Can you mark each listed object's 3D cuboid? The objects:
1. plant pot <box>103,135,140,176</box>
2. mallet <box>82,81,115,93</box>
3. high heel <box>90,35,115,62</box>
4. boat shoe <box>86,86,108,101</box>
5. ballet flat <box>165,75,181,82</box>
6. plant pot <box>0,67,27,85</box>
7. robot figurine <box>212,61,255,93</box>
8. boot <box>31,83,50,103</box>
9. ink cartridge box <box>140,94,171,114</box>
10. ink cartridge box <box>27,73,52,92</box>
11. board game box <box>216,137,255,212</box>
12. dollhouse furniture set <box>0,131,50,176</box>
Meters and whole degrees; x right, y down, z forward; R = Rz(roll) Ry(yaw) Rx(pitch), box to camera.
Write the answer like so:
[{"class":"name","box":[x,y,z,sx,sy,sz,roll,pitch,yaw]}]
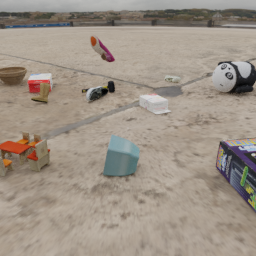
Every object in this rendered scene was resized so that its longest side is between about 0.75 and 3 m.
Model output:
[{"class":"plant pot","box":[-0.128,0.693,6.583,0.753,0.737,0.739,12,25,-1]},{"class":"mallet","box":[-1.288,-1.677,12.383,1.482,0.488,0.305,-15,24,2]},{"class":"high heel","box":[-0.836,-2.546,9.027,0.360,1.068,0.514,-35,-14,30]},{"class":"boat shoe","box":[-1.249,-1.437,11.530,0.400,0.485,1.414,9,24,19]},{"class":"ballet flat","box":[2.210,-2.406,13.978,0.905,0.325,0.325,18,30,39]},{"class":"plant pot","box":[-5.660,-2.524,13.673,1.463,0.675,1.463,0,24,0]},{"class":"robot figurine","box":[4.758,-2.275,12.345,2.088,1.303,1.569,-9,16,-19]},{"class":"boot","box":[-3.455,-1.415,11.070,0.682,0.778,0.257,8,-17,-28]},{"class":"ink cartridge box","box":[1.019,-0.907,10.429,0.697,0.404,1.197,-13,27,-26]},{"class":"ink cartridge box","box":[-3.974,-2.021,12.708,0.947,0.548,1.630,-4,25,-9]},{"class":"board game box","box":[3.716,0.987,5.754,2.914,0.826,2.409,-4,23,-9]},{"class":"dollhouse furniture set","box":[-2.601,0.532,6.873,1.363,0.710,1.378,10,26,22]}]
